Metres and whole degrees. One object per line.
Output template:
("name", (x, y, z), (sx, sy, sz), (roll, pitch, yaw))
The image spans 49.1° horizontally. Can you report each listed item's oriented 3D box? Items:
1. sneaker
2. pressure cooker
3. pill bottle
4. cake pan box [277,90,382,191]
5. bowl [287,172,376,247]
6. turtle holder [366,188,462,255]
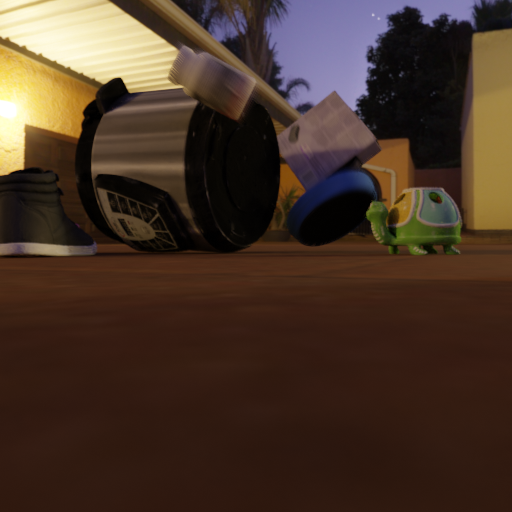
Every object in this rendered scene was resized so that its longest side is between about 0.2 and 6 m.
("sneaker", (-2.967, -0.611, 8.158), (0.889, 1.247, 2.514), (-2, 0, 5))
("pressure cooker", (-1.607, -1.568, 10.575), (3.474, 3.056, 3.103), (5, 0, 28))
("pill bottle", (-0.650, -2.539, 8.182), (1.157, 0.670, 0.670), (26, -2, -8))
("cake pan box", (1.509, -2.397, 12.165), (1.805, 1.960, 0.513), (-39, -37, 14))
("bowl", (1.574, -0.897, 11.474), (1.960, 0.385, 1.960), (-21, -30, -13))
("turtle holder", (2.590, -0.559, 9.243), (1.528, 1.085, 1.161), (0, 2, 10))
